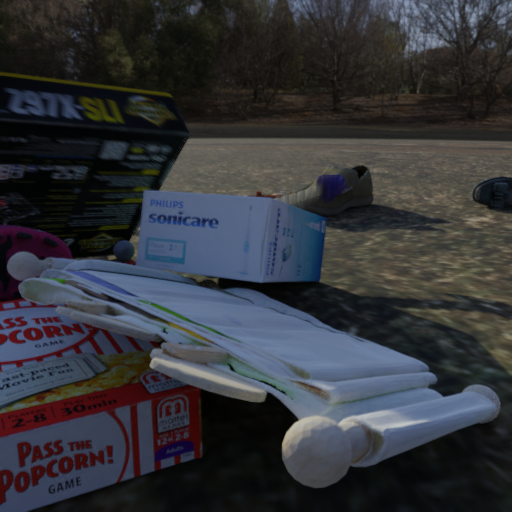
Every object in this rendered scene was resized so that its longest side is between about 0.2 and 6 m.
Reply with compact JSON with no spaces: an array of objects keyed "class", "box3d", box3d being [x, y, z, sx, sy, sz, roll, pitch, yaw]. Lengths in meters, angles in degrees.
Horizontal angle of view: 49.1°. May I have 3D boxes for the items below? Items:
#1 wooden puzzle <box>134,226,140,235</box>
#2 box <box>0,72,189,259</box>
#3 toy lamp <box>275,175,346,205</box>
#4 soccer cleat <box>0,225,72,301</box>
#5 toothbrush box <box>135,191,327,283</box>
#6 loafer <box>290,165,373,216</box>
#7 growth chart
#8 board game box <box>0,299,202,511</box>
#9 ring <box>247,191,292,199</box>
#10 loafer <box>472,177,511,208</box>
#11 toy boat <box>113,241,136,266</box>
[{"class":"wooden puzzle","box3d":[-0.925,-0.614,9.811,2.086,0.521,2.252,-12,24,-40]},{"class":"box","box3d":[-2.958,-0.992,7.292,3.480,2.779,0.859,-6,60,-39]},{"class":"toy lamp","box3d":[0.697,-0.943,8.869,1.553,0.452,0.452,-20,20,-16]},{"class":"soccer cleat","box3d":[-3.694,0.128,6.745,2.751,0.961,1.188,-11,15,-38]},{"class":"toothbrush box","box3d":[-0.196,-0.199,7.017,1.611,0.939,2.201,6,-1,22]},{"class":"loafer","box3d":[1.769,-1.584,13.196,1.138,1.009,2.992,11,18,36]},{"class":"growth chart","box3d":[-0.260,0.562,4.537,3.066,0.376,4.237,12,3,-44]},{"class":"board game box","box3d":[-1.754,0.955,4.290,1.864,0.570,2.461,-8,16,-29]},{"class":"ring","box3d":[0.482,-1.433,14.252,2.162,0.207,2.162,0,14,0]},{"class":"loafer","box3d":[6.299,-1.505,13.590,2.061,0.741,0.648,-1,21,-13]},{"class":"toy boat","box3d":[-1.881,0.220,6.903,1.083,0.599,1.289,-6,12,22]}]
